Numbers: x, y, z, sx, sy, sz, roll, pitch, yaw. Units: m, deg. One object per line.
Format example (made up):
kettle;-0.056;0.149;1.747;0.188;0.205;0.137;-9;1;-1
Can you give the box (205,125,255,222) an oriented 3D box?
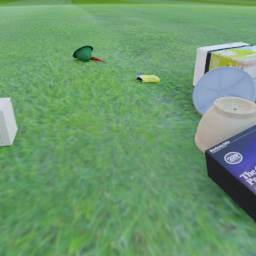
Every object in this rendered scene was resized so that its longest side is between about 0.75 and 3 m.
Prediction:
box;2.979;0.674;5.777;2.207;0.870;1.557;-25;32;-11

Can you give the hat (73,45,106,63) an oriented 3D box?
hat;-2.116;-3.545;14.701;1.129;1.200;1.364;-14;-13;-44

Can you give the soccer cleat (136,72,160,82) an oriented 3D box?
soccer cleat;0.843;-2.075;11.979;1.051;0.340;0.440;18;63;22

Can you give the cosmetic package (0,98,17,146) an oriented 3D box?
cosmetic package;-4.247;-0.116;7.506;2.160;1.117;0.942;-3;29;-8

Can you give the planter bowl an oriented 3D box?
planter bowl;2.724;-0.092;7.364;1.788;1.203;1.788;-1;29;0

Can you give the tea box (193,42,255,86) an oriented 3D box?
tea box;4.217;-2.189;10.736;2.387;1.595;2.348;-15;33;-26

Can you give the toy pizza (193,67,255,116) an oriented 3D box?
toy pizza;3.063;-1.076;8.956;1.944;0.308;1.944;-9;66;21
